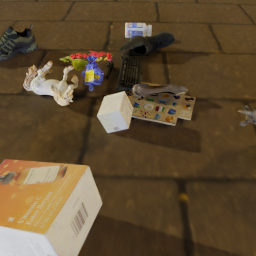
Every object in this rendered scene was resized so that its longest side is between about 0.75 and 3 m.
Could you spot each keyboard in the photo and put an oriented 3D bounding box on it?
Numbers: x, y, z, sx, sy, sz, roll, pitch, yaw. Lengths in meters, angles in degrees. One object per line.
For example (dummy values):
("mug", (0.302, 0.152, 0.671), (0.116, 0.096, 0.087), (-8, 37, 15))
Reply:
("keyboard", (-0.191, -2.270, 11.365), (1.566, 0.254, 2.465), (2, 39, 3))

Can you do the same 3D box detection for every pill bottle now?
("pill bottle", (0.517, -4.836, 13.895), (1.285, 0.720, 0.720), (2, 42, 0))

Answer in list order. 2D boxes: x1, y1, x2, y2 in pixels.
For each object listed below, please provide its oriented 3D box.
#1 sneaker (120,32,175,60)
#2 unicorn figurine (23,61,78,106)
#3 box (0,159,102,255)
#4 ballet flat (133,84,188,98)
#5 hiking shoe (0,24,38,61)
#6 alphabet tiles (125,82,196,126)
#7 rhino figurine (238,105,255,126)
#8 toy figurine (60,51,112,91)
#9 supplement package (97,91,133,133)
("sneaker", (0.896, -3.673, 12.634), (2.520, 0.757, 1.315), (-4, 42, 3))
("unicorn figurine", (-2.616, -1.585, 10.263), (2.692, 0.994, 1.849), (1, 50, 22))
("box", (-1.989, 1.707, 5.855), (2.279, 1.212, 1.735), (1, 36, 21))
("ballet flat", (1.164, -1.301, 10.088), (2.000, 0.674, 0.464), (1, 83, -3))
("hiking shoe", (-5.319, -3.829, 12.372), (2.499, 1.258, 0.946), (-29, 49, -28))
("alphabet tiles", (1.043, -0.943, 10.071), (2.598, 0.082, 2.161), (12, 43, 13))
("rhino figurine", (4.328, -0.182, 8.115), (2.804, 0.838, 1.226), (10, 3, -18))
("toy figurine", (-1.589, -2.046, 10.552), (2.187, 1.310, 1.154), (1, 4, 42))
("supplement package", (-0.377, -0.507, 8.922), (0.767, 0.761, 1.010), (-12, 38, 22))
